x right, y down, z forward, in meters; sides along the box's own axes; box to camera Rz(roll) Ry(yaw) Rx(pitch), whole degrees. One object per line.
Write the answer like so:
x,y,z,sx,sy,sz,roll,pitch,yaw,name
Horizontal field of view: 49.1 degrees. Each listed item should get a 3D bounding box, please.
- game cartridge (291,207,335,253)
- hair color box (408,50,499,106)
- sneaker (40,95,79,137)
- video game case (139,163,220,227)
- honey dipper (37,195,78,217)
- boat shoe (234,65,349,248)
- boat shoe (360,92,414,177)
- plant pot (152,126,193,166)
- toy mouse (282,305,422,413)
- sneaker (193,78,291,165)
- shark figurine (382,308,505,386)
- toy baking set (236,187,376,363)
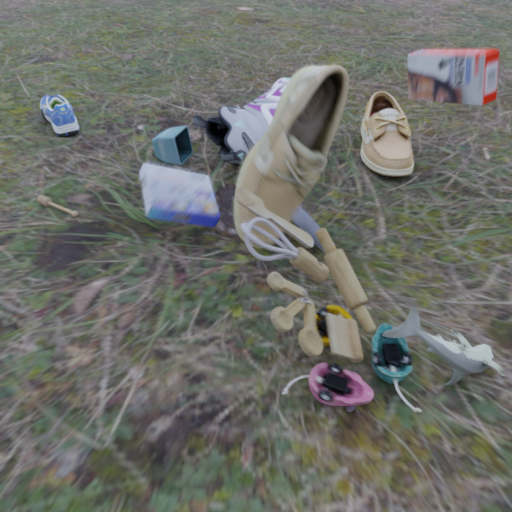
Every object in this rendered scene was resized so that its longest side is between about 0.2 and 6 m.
0.730,-0.595,9.068,0.271,0.883,1.327,-40,31,3,game cartridge
3.497,-3.228,10.061,0.494,0.857,1.545,-25,30,-31,hair color box
-4.605,-3.449,13.071,0.711,0.723,1.878,-22,41,-24,sneaker
-1.260,-0.988,9.168,1.176,0.267,1.066,7,43,-27,video game case
-3.576,-0.892,10.120,0.917,0.174,0.174,20,41,23,honey dipper
0.502,-1.365,7.834,0.986,2.734,0.888,23,4,-22,boat shoe
2.708,-2.637,11.766,1.035,0.971,2.808,0,37,-1,boat shoe
-1.782,-2.307,11.663,0.646,0.634,0.632,6,37,22,plant pot
1.257,1.386,6.848,1.730,0.377,1.947,37,54,25,toy mouse
-0.206,-2.931,11.938,2.235,1.242,3.195,1,36,0,sneaker
2.343,1.265,6.827,1.485,0.620,0.888,22,21,-18,shark figurine
0.639,0.179,6.765,1.837,0.279,2.394,2,61,-50,toy baking set
